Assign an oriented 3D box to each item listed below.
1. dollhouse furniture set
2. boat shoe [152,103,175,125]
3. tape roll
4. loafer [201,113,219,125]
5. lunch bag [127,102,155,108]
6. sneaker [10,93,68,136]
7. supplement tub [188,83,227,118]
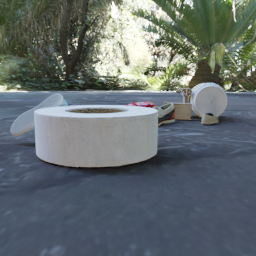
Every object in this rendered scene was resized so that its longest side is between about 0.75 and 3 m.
[{"bbox_3d":[2.196,-1.157,12.648,1.116,1.307,2.521,3,10,7],"label":"dollhouse furniture set"},{"bbox_3d":[1.034,-0.488,10.386,0.800,0.703,2.249,11,15,41],"label":"boat shoe"},{"bbox_3d":[-0.690,0.050,6.280,2.729,0.954,2.729,0,10,0],"label":"tape roll"},{"bbox_3d":[3.115,-0.375,10.551,0.458,0.414,1.212,6,11,31],"label":"loafer"},{"bbox_3d":[0.497,-0.834,12.899,1.368,0.637,1.554,-6,9,-7],"label":"lunch bag"},{"bbox_3d":[-2.236,-0.199,7.300,1.612,0.660,0.596,-32,48,1],"label":"sneaker"},{"bbox_3d":[3.435,-1.198,12.150,1.507,1.507,2.072,1,9,7],"label":"supplement tub"}]
